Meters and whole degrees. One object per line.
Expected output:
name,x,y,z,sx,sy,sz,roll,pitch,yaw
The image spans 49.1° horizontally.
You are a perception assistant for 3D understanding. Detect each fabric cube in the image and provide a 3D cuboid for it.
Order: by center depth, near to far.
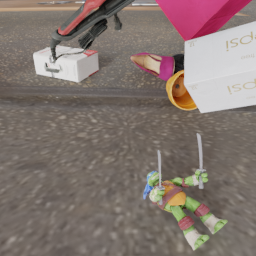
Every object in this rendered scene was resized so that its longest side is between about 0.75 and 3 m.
fabric cube,2.363,-4.136,8.531,1.983,1.990,1.952,-29,84,-41

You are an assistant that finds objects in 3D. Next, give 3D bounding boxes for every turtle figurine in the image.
turtle figurine,0.926,1.048,4.500,1.437,1.482,1.066,49,20,25

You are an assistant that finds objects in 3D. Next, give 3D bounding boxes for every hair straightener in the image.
hair straightener,-0.464,-1.827,4.884,0.919,2.388,0.488,24,39,-46

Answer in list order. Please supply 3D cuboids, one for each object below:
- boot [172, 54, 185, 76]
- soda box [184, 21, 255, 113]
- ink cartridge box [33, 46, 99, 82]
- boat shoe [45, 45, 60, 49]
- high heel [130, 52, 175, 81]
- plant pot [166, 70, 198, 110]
boot,2.157,-2.306,10.760,1.449,0.577,1.758,-26,34,-20
soda box,2.442,-1.071,4.287,2.997,1.021,0.954,-9,60,28
ink cartridge box,-2.389,-2.556,10.947,2.033,0.842,1.492,14,34,22
boat shoe,-3.353,-3.674,13.256,1.224,0.458,0.378,6,41,28
high heel,0.877,-2.344,10.524,1.295,0.908,2.693,5,15,-10
plant pot,1.675,-1.209,8.563,1.168,1.168,1.069,-6,15,-10
